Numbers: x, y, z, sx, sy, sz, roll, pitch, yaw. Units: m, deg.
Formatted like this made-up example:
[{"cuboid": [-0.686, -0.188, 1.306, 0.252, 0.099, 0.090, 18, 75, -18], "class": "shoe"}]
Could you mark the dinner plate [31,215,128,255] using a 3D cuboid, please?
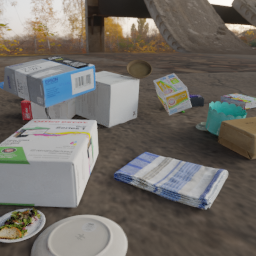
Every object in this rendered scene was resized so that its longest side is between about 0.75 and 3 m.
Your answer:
[{"cuboid": [-0.899, 2.137, 5.282, 1.791, 0.217, 1.791, 1, 18, 0], "class": "dinner plate"}]

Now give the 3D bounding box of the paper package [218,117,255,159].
[{"cuboid": [4.269, 0.291, 9.460, 1.701, 0.880, 1.622, -7, 21, -20], "class": "paper package"}]

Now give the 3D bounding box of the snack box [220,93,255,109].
[{"cuboid": [6.004, -1.445, 15.017, 1.184, 0.441, 1.664, -10, 22, -27], "class": "snack box"}]

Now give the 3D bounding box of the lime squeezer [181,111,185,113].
[{"cuboid": [2.371, -1.235, 14.555, 0.722, 0.386, 2.046, -1, 19, -2], "class": "lime squeezer"}]

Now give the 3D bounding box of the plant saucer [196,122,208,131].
[{"cuboid": [3.201, -0.094, 11.582, 0.774, 0.194, 0.774, 0, 20, 0], "class": "plant saucer"}]

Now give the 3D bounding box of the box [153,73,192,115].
[{"cuboid": [2.001, -1.583, 12.835, 1.101, 0.992, 1.957, -21, 32, 1], "class": "box"}]

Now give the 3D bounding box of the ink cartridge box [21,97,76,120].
[{"cuboid": [-3.549, -0.946, 12.923, 2.142, 0.888, 1.572, 3, 20, 7], "class": "ink cartridge box"}]

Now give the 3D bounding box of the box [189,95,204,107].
[{"cuboid": [3.355, -1.484, 15.093, 1.252, 0.494, 0.883, -2, 22, -5], "class": "box"}]

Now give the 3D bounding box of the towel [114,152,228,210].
[{"cuboid": [1.187, 1.259, 7.574, 2.671, 0.318, 1.962, 12, 22, 31], "class": "towel"}]

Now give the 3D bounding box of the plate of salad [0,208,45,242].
[{"cuboid": [-2.247, 1.935, 5.753, 1.050, 0.252, 1.050, -1, 19, 0], "class": "plate of salad"}]

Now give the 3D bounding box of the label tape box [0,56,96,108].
[{"cuboid": [-2.736, -1.689, 9.031, 2.810, 0.929, 2.013, 23, 35, 32], "class": "label tape box"}]

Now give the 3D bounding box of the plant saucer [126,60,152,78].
[{"cuboid": [0.488, -2.548, 12.213, 1.132, 0.167, 1.132, 1, 53, -2], "class": "plant saucer"}]

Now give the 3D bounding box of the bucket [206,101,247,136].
[{"cuboid": [3.750, -0.335, 10.829, 1.491, 0.970, 1.491, 6, 27, -3], "class": "bucket"}]

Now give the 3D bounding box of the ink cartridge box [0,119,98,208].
[{"cuboid": [-2.093, 0.757, 7.573, 2.134, 1.238, 2.948, 1, 20, 4], "class": "ink cartridge box"}]

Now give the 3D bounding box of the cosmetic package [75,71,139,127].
[{"cuboid": [-0.950, -1.374, 12.527, 2.246, 1.868, 1.880, 21, 28, 37], "class": "cosmetic package"}]
